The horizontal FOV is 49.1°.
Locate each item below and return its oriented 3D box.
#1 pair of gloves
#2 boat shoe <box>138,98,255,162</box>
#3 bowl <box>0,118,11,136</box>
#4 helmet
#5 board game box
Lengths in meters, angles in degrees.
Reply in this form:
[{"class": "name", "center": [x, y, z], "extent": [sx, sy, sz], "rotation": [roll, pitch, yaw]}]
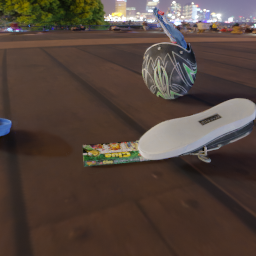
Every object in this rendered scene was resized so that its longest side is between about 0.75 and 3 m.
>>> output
[{"class": "pair of gloves", "center": [1.501, -3.597, 10.088], "extent": [0.228, 1.612, 2.005], "rotation": [-39, 27, 9]}, {"class": "boat shoe", "center": [1.579, 0.219, 6.328], "extent": [2.737, 0.935, 1.010], "rotation": [-24, 38, -10]}, {"class": "bowl", "center": [-3.894, -0.030, 7.363], "extent": [1.535, 0.301, 1.535], "rotation": [5, 10, -1]}, {"class": "helmet", "center": [1.544, -2.170, 10.507], "extent": [2.201, 2.201, 2.098], "rotation": [9, 31, 21]}, {"class": "board game box", "center": [-0.300, 0.579, 6.592], "extent": [1.509, 0.177, 0.791], "rotation": [-4, 27, -11]}]
